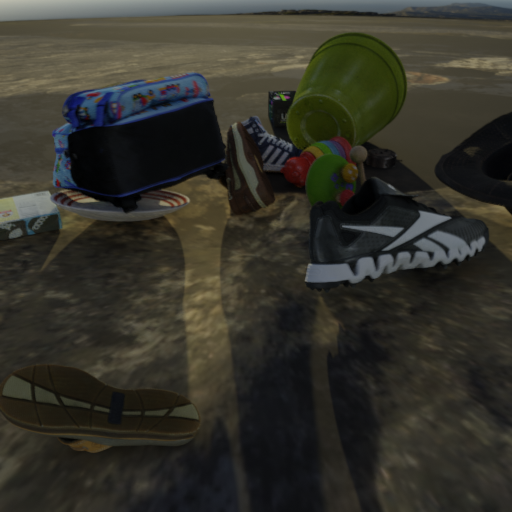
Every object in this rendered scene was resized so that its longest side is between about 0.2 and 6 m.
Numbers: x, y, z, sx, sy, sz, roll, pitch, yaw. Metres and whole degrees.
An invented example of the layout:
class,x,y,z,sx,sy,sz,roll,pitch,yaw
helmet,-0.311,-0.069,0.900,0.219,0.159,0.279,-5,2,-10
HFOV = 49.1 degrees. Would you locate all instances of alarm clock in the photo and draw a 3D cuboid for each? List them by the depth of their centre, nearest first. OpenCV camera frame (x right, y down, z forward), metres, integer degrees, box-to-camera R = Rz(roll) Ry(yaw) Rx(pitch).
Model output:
class,x,y,z,sx,sy,sz,roll,pitch,yaw
alarm clock,2.925,-2.388,13.489,0.706,0.348,1.047,-25,34,-38

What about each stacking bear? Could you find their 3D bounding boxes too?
class,x,y,z,sx,sy,sz,roll,pitch,yaw
stacking bear,1.292,-1.989,12.263,1.585,0.901,0.962,-25,38,-28

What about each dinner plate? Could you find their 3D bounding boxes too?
class,x,y,z,sx,sy,sz,roll,pitch,yaw
dinner plate,-2.536,-0.983,10.572,2.545,0.308,2.545,4,18,-1

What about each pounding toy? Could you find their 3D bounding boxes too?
class,x,y,z,sx,sy,sz,roll,pitch,yaw
pounding toy,1.723,-1.380,10.555,1.534,1.184,0.712,-26,22,-30

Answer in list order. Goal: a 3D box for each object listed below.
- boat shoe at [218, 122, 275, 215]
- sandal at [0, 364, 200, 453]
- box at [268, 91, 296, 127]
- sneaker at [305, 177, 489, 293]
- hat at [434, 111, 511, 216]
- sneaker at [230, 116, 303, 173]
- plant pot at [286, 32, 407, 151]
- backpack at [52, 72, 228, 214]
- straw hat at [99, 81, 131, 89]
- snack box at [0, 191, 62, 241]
class,x,y,z,sx,sy,sz,roll,pitch,yaw
boat shoe,-0.401,-1.813,11.450,0.961,0.959,2.598,-29,40,13
sandal,-1.648,1.702,5.856,2.098,0.567,0.843,12,30,-8
box,0.881,-4.381,16.634,0.942,0.788,1.268,-3,28,-5
sneaker,2.177,-0.483,8.451,3.334,1.508,1.108,-10,5,-23
hat,5.267,-1.337,10.040,3.764,1.518,3.764,-18,30,11
sneaker,0.401,-2.567,12.842,2.196,1.191,0.770,1,22,1
plant pot,2.048,-3.697,13.885,2.739,2.739,2.638,13,44,23
backpack,-2.430,-2.145,10.419,2.991,2.012,2.731,10,28,44
straw hat,-2.645,-2.528,12.672,2.796,1.183,2.796,1,69,-3
snack box,-4.707,-0.672,10.278,2.002,0.371,1.163,-14,32,-24
